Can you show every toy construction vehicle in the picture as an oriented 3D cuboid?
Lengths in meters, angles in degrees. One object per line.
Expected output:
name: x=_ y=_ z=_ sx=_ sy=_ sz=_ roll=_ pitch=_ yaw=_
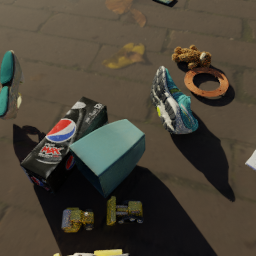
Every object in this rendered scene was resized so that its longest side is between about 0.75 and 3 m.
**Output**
toy construction vehicle: x=-0.520 y=2.022 z=5.429 sx=1.688 sy=0.594 sz=1.470 roll=1 pitch=52 yaw=1

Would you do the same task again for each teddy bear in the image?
teddy bear: x=2.045 y=-2.298 z=8.984 sx=1.261 sy=0.421 sz=0.914 roll=31 pitch=60 yaw=23

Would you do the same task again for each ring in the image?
ring: x=2.348 y=-1.367 z=8.434 sx=1.295 sy=0.124 sz=1.295 roll=0 pitch=51 yaw=0

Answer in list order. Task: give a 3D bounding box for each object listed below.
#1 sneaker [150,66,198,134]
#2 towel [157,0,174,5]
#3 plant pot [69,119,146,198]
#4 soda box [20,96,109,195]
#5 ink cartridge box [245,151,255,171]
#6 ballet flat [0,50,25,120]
sneaker: x=1.217 y=-0.749 z=7.651 sx=0.893 sy=0.869 sz=2.242 roll=1 pitch=54 yaw=-23
towel: x=1.466 y=-5.405 z=11.662 sx=0.890 sy=0.097 sz=0.653 roll=31 pitch=58 yaw=21
plant pot: x=-0.343 y=0.548 z=6.246 sx=1.450 sy=1.025 sz=1.024 roll=-38 pitch=59 yaw=-21
soda box: x=-1.376 y=0.340 z=6.609 sx=0.740 sy=0.827 sz=2.337 roll=22 pitch=55 yaw=19
ink cartridge box: x=4.026 y=0.893 z=6.442 sx=2.014 sy=0.436 sz=1.978 roll=-38 pitch=61 yaw=-24
ballet flat: x=-3.084 y=-1.102 z=7.475 sx=0.645 sy=0.645 sz=1.856 roll=4 pitch=82 yaw=4
